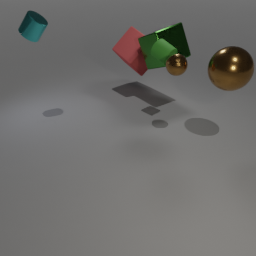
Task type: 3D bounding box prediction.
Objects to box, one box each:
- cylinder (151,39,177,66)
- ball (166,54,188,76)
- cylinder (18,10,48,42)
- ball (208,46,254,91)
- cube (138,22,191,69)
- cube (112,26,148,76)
[{"bbox_3d":[1.295,-2.728,10.089,0.700,0.700,0.700,-27,61,-39],"label":"cylinder"},{"bbox_3d":[1.573,-2.038,9.049,0.700,0.700,0.700,0,29,0],"label":"ball"},{"bbox_3d":[-3.047,-3.259,9.001,0.700,0.700,0.700,32,30,-21],"label":"cylinder"},{"bbox_3d":[3.258,-1.878,8.915,1.400,1.400,1.400,0,29,0],"label":"ball"},{"bbox_3d":[1.511,-3.392,11.714,1.400,1.400,1.400,-28,18,-22],"label":"cube"},{"bbox_3d":[0.411,-3.594,13.207,1.400,1.400,1.400,46,8,29],"label":"cube"}]
